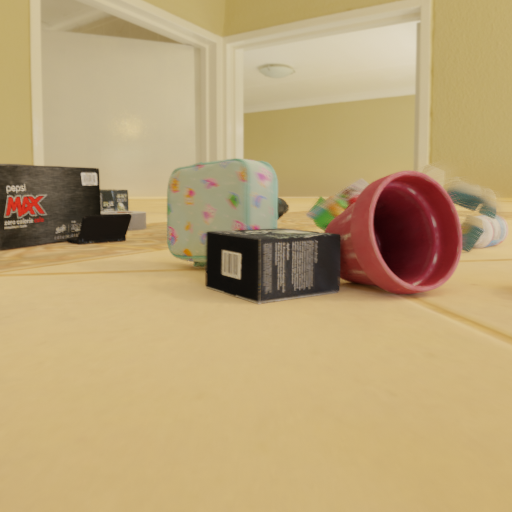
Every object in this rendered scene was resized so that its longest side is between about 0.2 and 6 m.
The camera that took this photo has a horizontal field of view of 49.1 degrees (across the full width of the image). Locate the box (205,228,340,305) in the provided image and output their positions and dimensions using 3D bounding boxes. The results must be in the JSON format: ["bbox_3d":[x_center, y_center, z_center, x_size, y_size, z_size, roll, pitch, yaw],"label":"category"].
[{"bbox_3d":[0.163,0.066,6.063,1.063,0.670,1.082,-3,8,-35],"label":"box"}]

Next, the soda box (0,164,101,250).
[{"bbox_3d":[-4.933,-0.900,10.116,1.688,1.510,4.770,3,8,22],"label":"soda box"}]

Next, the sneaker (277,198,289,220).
[{"bbox_3d":[-0.332,-1.179,12.147,1.168,1.228,3.099,-35,-13,29],"label":"sneaker"}]

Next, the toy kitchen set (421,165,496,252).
[{"bbox_3d":[3.119,-0.662,9.131,1.299,1.041,0.765,23,43,4],"label":"toy kitchen set"}]

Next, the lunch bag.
[{"bbox_3d":[-0.488,-0.541,7.406,0.666,1.386,1.728,-5,4,-43],"label":"lunch bag"}]

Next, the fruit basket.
[{"bbox_3d":[1.959,-1.056,12.302,1.436,0.673,1.330,-28,-25,21],"label":"fruit basket"}]

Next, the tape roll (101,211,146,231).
[{"bbox_3d":[-3.466,-0.893,14.204,1.338,0.442,1.338,1,8,0],"label":"tape roll"}]

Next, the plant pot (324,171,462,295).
[{"bbox_3d":[1.392,-0.175,6.199,1.290,1.290,1.154,-4,-7,-29],"label":"plant pot"}]

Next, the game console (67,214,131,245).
[{"bbox_3d":[-3.076,-0.542,10.964,1.007,0.586,0.885,-6,10,-40],"label":"game console"}]

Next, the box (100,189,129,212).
[{"bbox_3d":[-4.932,-1.333,15.401,1.887,0.992,2.304,3,8,21],"label":"box"}]

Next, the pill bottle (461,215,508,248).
[{"bbox_3d":[4.100,-0.441,10.191,1.080,0.587,0.587,-8,11,-44],"label":"pill bottle"}]
